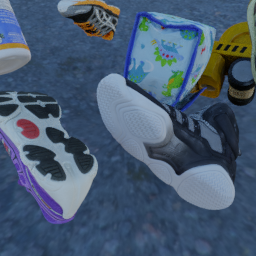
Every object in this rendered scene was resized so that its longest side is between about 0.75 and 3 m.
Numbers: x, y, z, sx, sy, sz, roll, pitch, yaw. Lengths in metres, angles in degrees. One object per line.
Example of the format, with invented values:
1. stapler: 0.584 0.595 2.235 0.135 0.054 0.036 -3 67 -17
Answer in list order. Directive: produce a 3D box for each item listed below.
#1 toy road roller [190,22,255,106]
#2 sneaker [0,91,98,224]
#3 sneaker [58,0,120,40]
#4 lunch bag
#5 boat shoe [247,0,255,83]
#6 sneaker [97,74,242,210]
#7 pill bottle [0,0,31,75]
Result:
1. toy road roller: 2.416 -1.773 7.330 2.473 1.520 1.805 15 80 22
2. sneaker: -1.535 0.304 4.340 1.128 1.168 2.799 -4 37 -36
3. sneaker: -1.048 -3.243 8.405 1.037 1.023 2.649 14 18 27
4. lunch bag: 0.821 -1.029 5.872 1.536 2.410 2.049 23 25 16
5. boat shoe: 2.776 -1.429 5.270 0.810 2.211 0.717 -20 15 9
6. sneaker: 0.827 -0.050 4.734 2.795 1.055 1.591 44 53 -7
7. pill bottle: -3.225 -2.456 6.278 1.301 1.301 2.322 -24 93 -23
